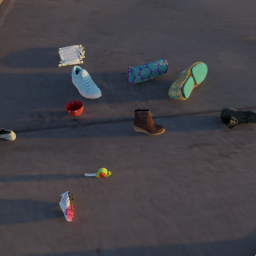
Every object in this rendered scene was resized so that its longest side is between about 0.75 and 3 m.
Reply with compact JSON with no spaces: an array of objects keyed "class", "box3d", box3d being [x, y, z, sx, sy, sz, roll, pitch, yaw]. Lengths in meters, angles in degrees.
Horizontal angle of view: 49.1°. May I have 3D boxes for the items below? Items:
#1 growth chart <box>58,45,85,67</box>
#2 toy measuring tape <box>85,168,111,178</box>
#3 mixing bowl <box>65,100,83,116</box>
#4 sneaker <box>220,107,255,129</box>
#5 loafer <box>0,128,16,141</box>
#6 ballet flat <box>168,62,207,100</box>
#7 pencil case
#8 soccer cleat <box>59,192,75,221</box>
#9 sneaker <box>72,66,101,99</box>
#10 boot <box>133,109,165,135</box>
[{"class":"growth chart","box3d":[-3.065,-3.979,15.221,1.477,0.181,2.041,-8,44,-9]},{"class":"toy measuring tape","box3d":[-1.010,1.485,9.330,0.884,0.325,0.325,1,43,1]},{"class":"mixing bowl","box3d":[-2.205,-0.772,11.629,0.767,0.415,0.767,-2,41,1]},{"class":"sneaker","box3d":[4.439,-0.306,11.035,1.594,0.609,0.913,13,46,17]},{"class":"loafer","box3d":[-4.822,0.171,10.649,1.150,0.401,0.402,9,44,9]},{"class":"ballet flat","box3d":[2.708,-2.197,12.856,1.033,1.033,2.923,22,47,22]},{"class":"pencil case","box3d":[0.934,-2.743,13.434,1.948,0.829,0.900,-20,44,-21]},{"class":"soccer cleat","box3d":[-1.858,2.380,8.415,0.423,0.343,0.981,-20,44,8]},{"class":"sneaker","box3d":[-1.983,-2.121,12.727,0.803,0.891,2.174,-30,51,-27]},{"class":"boot","box3d":[0.810,-0.246,10.635,1.231,1.024,0.445,3,44,4]}]
